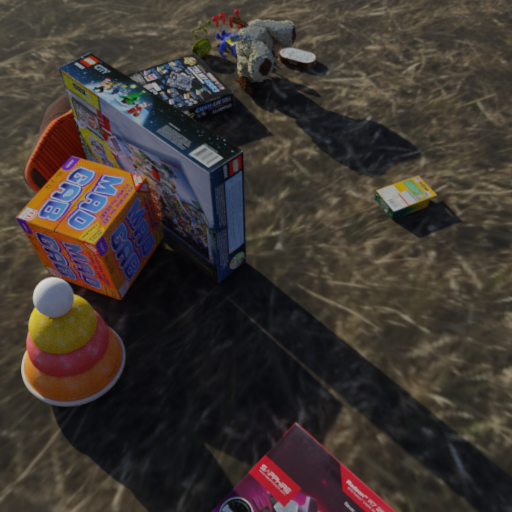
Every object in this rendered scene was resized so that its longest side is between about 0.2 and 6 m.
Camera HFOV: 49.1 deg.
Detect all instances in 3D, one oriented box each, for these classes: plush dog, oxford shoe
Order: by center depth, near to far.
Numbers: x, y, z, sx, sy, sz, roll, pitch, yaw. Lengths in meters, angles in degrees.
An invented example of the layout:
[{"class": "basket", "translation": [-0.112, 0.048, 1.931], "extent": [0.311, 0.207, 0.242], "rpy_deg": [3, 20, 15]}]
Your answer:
[{"class": "oxford shoe", "translation": [-3.710, -2.370, 11.011], "extent": [1.159, 1.137, 3.195], "rpy_deg": [-4, 46, 30]}, {"class": "plush dog", "translation": [-0.037, -4.379, 12.231], "extent": [1.322, 1.415, 1.648], "rpy_deg": [30, 66, 6]}]

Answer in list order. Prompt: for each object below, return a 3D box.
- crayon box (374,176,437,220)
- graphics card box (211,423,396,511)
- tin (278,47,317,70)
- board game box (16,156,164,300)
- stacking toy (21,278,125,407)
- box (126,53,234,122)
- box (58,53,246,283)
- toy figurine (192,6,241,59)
[{"class": "crayon box", "translation": [2.737, -1.071, 10.287], "extent": [0.946, 0.244, 0.594], "rpy_deg": [-20, 54, -15]}, {"class": "graphics card box", "translation": [0.194, 3.421, 6.370], "extent": [1.662, 0.674, 2.649], "rpy_deg": [38, 61, 26]}, {"class": "tin", "translation": [0.975, -4.693, 13.272], "extent": [0.962, 0.201, 0.539], "rpy_deg": [20, 50, 16]}, {"class": "board game box", "translation": [-2.558, -0.446, 8.929], "extent": [1.437, 1.436, 1.438], "rpy_deg": [17, 56, 18]}, {"class": "stacking toy", "translation": [-2.539, 0.955, 7.480], "extent": [1.430, 1.957, 1.430], "rpy_deg": [4, 46, -4]}, {"class": "box", "translation": [-1.726, -3.547, 12.157], "extent": [1.871, 0.468, 1.885], "rpy_deg": [-25, 55, -20]}, {"class": "box", "translation": [-1.652, -1.445, 9.165], "extent": [3.577, 2.443, 0.674], "rpy_deg": [37, 60, 26]}, {"class": "toy figurine", "translation": [-0.648, -5.101, 13.232], "extent": [1.577, 0.832, 0.945], "rpy_deg": [-38, 65, -25]}]
